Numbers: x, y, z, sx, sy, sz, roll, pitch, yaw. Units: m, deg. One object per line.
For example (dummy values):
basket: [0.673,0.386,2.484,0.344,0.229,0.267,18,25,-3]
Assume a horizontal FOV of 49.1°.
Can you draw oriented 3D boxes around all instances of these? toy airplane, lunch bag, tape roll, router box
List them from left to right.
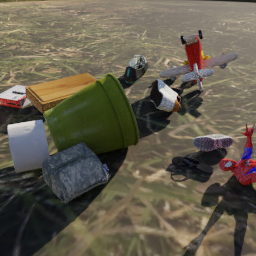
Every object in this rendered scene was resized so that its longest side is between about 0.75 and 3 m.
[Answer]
router box: [-4.426,-1.292,11.381,1.191,0.324,1.327,10,32,16]
tape roll: [-2.603,0.472,7.439,0.887,1.292,1.292,-10,32,-18]
lunch bag: [-1.247,1.123,6.777,1.323,0.922,1.110,-23,54,-33]
toy airplane: [3.197,-2.865,12.913,2.732,1.928,2.720,36,84,33]

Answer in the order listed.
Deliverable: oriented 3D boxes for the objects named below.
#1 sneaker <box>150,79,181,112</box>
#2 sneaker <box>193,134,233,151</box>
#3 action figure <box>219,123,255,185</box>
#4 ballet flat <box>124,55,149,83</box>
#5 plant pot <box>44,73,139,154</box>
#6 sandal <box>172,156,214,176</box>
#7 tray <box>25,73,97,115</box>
sneaker: [1.464,-1.191,10.966,0.978,0.841,2.311,18,27,-14]
sneaker: [2.506,0.421,8.485,1.223,0.457,0.502,1,15,-11]
action figure: [3.813,0.793,6.841,2.964,1.467,0.967,4,30,12]
ballet flat: [0.502,-3.063,13.812,0.909,0.915,2.674,6,30,14]
plant pot: [-1.126,-0.135,7.954,2.141,2.224,2.224,-22,35,-12]
sandal: [1.765,0.959,7.635,1.135,0.243,0.432,14,33,22]
tray: [-2.430,-1.474,11.234,2.856,0.529,1.409,-22,47,-37]
